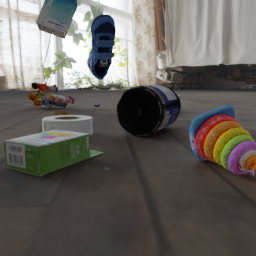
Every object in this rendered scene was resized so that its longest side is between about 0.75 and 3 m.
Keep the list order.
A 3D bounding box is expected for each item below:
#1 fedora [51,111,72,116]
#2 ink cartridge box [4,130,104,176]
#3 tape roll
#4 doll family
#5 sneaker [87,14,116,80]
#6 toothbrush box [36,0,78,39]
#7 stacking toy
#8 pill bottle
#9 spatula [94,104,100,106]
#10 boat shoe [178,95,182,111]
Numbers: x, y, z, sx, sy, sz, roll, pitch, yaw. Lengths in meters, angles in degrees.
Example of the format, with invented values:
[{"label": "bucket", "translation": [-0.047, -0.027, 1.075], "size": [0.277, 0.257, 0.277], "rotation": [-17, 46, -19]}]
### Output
[{"label": "fedora", "translation": [-2.358, -0.420, 9.975], "size": [0.832, 0.339, 0.832], "rotation": [-1, 5, 0]}, {"label": "ink cartridge box", "translation": [-1.226, 0.339, 4.962], "size": [0.842, 0.481, 1.622], "rotation": [6, 11, 31]}, {"label": "tape roll", "translation": [-1.585, -0.050, 7.368], "size": [1.305, 0.456, 1.305], "rotation": [0, 10, 0]}, {"label": "doll family", "translation": [-4.260, -1.497, 14.851], "size": [1.741, 1.264, 2.805], "rotation": [0, 24, -46]}, {"label": "sneaker", "translation": [-0.860, -2.721, 9.701], "size": [0.883, 2.389, 0.983], "rotation": [-5, 52, -18]}, {"label": "toothbrush box", "translation": [-2.636, -4.257, 10.481], "size": [1.077, 1.471, 0.627], "rotation": [18, -10, -4]}, {"label": "stacking toy", "translation": [1.689, 0.379, 4.282], "size": [0.865, 0.915, 1.576], "rotation": [-22, 30, -9]}, {"label": "pill bottle", "translation": [0.733, -0.565, 7.949], "size": [1.291, 1.291, 2.309], "rotation": [4, 10, 25]}, {"label": "spatula", "translation": [-1.752, -1.327, 16.131], "size": [0.314, 0.114, 1.112], "rotation": [2, 9, 2]}, {"label": "boat shoe", "translation": [1.217, -1.224, 13.236], "size": [2.592, 0.847, 0.954], "rotation": [0, 9, 3]}]
